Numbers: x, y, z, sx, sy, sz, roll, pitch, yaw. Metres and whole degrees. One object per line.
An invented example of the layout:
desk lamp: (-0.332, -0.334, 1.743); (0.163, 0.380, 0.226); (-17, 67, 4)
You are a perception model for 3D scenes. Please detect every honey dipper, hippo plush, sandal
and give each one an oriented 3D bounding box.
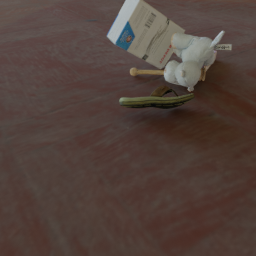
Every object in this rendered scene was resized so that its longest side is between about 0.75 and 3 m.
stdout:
honey dipper: (1.434, -2.066, 10.335); (2.753, 0.523, 0.523); (4, 37, 8)
hippo plush: (2.257, -2.139, 9.708); (2.190, 1.745, 1.761); (18, 82, 39)
sandal: (0.890, -0.952, 8.316); (2.290, 0.653, 0.909); (-1, -7, -8)

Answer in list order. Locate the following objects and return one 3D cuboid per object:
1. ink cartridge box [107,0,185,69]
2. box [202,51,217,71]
ink cartridge box: (0.686, -3.511, 10.436); (2.350, 1.705, 0.984); (18, 22, -36)
box: (3.095, -2.626, 11.169); (0.368, 0.394, 1.900); (17, 41, 24)
